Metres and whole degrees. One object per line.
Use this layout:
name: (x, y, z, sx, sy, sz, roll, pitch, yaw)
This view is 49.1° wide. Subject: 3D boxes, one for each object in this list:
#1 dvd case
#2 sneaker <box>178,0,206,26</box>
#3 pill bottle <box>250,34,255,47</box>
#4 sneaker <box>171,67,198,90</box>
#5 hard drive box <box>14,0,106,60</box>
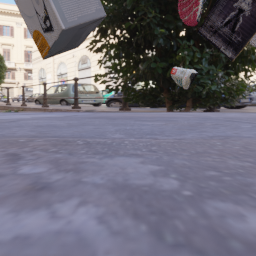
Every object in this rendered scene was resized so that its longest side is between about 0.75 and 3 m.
dvd case: (1.792, -1.837, 4.673, 0.093, 0.867, 1.166, -30, -20, -40)
sneaker: (1.270, -2.463, 5.151, 0.475, 1.273, 0.513, 16, -16, -35)
pill bottle: (3.229, -2.178, 6.514, 0.752, 0.418, 0.418, -25, 14, -23)
sneaker: (1.965, -1.882, 10.277, 0.860, 0.648, 1.840, 31, 5, 1)
hard drive box: (-1.338, -2.334, 4.497, 0.770, 2.006, 1.563, -28, 8, -26)
